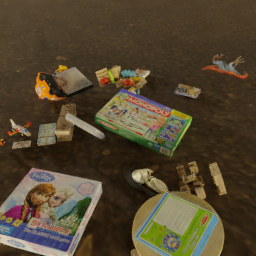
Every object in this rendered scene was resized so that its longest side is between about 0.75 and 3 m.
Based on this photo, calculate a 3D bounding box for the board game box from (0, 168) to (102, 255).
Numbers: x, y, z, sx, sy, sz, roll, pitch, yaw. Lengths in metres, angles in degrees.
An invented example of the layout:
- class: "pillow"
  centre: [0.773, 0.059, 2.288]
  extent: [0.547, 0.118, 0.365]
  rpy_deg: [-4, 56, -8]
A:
- class: "board game box"
  centre: [-2.018, 2.042, 7.091]
  extent: [2.146, 0.441, 2.140]
  rpy_deg: [9, 36, 12]

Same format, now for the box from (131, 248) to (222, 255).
- class: "box"
  centre: [1.103, 2.796, 6.162]
  extent: [1.804, 0.292, 1.093]
  rpy_deg: [-17, 37, -24]

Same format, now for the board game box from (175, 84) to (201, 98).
- class: "board game box"
  centre: [2.687, -1.664, 12.619]
  extent: [1.008, 0.174, 0.683]
  rpy_deg: [18, 39, 23]

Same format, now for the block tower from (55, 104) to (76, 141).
- class: "block tower"
  centre: [-2.248, -0.218, 10.273]
  extent: [0.501, 0.536, 1.854]
  rpy_deg: [-2, 33, -2]

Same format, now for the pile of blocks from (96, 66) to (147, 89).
- class: "pile of blocks"
  centre: [-0.255, -2.136, 11.956]
  extent: [2.236, 0.918, 0.695]
  rpy_deg: [1, 21, -9]

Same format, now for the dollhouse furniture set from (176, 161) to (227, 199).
- class: "dollhouse furniture set"
  centre: [2.033, 1.545, 7.814]
  extent: [1.161, 0.771, 1.018]
  rpy_deg: [-19, 33, 12]

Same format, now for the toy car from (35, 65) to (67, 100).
- class: "toy car"
  centre: [-3.282, -1.895, 12.763]
  extent: [0.978, 1.442, 2.940]
  rpy_deg: [-39, 9, 19]

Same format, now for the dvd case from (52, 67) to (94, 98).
- class: "dvd case"
  centre: [-2.628, -2.159, 12.995]
  extent: [1.331, 0.164, 1.866]
  rpy_deg: [-27, 51, -22]

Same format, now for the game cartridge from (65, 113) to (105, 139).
- class: "game cartridge"
  centre: [-1.477, -0.070, 9.477]
  extent: [1.316, 0.876, 0.269]
  rpy_deg: [27, 80, 26]

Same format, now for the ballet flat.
- class: "ballet flat"
  centre: [0.611, 1.497, 7.716]
  extent: [1.822, 0.623, 0.620]
  rpy_deg: [29, 44, 35]

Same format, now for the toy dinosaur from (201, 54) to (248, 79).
- class: "toy dinosaur"
  centre: [5.112, -2.983, 14.259]
  extent: [1.035, 1.972, 1.789]
  rpy_deg: [-14, 67, -50]

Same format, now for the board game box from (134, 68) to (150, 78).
- class: "board game box"
  centre: [0.566, -2.670, 14.047]
  extent: [0.657, 0.180, 1.041]
  rpy_deg: [18, 39, 23]

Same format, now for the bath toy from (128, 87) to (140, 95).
- class: "bath toy"
  centre: [0.039, -1.091, 11.369]
  extent: [0.577, 0.679, 1.562]
  rpy_deg: [8, 39, 14]

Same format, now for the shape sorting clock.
- class: "shape sorting clock"
  centre: [1.097, 2.288, 6.275]
  extent: [2.008, 0.394, 2.008]
  rpy_deg: [-8, 38, 6]

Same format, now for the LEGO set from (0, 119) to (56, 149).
- class: "LEGO set"
  centre: [-3.505, 0.150, 9.827]
  extent: [1.866, 0.458, 1.394]
  rpy_deg: [-7, 32, -9]

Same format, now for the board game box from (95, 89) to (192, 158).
- class: "board game box"
  centre: [0.567, -0.277, 9.930]
  extent: [2.905, 0.423, 1.955]
  rpy_deg: [24, 46, 17]
